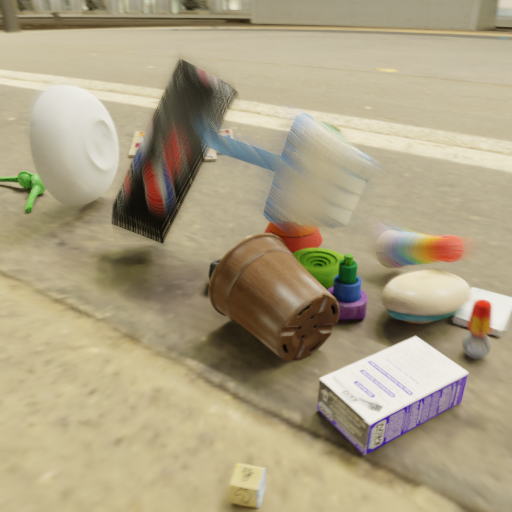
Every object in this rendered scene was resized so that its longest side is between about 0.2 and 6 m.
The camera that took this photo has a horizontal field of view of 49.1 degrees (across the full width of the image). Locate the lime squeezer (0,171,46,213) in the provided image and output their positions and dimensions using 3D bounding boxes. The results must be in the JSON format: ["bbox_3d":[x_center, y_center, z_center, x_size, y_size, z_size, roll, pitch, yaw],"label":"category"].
[{"bbox_3d":[-5.249,-1.543,12.679,2.383,0.449,0.842,29,70,41],"label":"lime squeezer"}]

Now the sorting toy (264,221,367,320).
[{"bbox_3d":[0.970,-0.294,9.331,1.198,1.190,3.456,-7,28,-13],"label":"sorting toy"}]

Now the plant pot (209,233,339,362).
[{"bbox_3d":[0.306,0.611,7.581,1.383,1.383,1.369,-19,41,-32],"label":"plant pot"}]

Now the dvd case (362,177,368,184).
[{"bbox_3d":[1.778,-2.161,13.940,2.017,0.177,1.439,6,28,11],"label":"dvd case"}]

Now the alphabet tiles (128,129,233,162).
[{"bbox_3d":[-2.094,-3.281,16.129,2.926,0.111,3.516,-3,28,-5],"label":"alphabet tiles"}]

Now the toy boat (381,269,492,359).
[{"bbox_3d":[2.593,0.780,7.887,1.412,0.780,1.679,-9,21,-26],"label":"toy boat"}]

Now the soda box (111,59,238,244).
[{"bbox_3d":[-1.454,-1.748,9.500,1.025,2.898,0.918,23,16,-21],"label":"soda box"}]

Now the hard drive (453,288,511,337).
[{"bbox_3d":[3.404,0.817,8.335,0.652,0.132,0.988,16,32,29],"label":"hard drive"}]

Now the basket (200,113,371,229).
[{"bbox_3d":[0.465,-1.400,8.854,2.480,1.725,2.187,16,9,3],"label":"basket"}]

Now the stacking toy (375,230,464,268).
[{"bbox_3d":[2.615,-0.104,8.827,0.642,0.642,1.503,-18,10,-30],"label":"stacking toy"}]

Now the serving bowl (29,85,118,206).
[{"bbox_3d":[-3.494,-2.255,11.435,0.801,2.436,2.436,-1,27,16],"label":"serving bowl"}]

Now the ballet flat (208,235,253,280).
[{"bbox_3d":[-0.267,0.013,9.485,0.559,0.478,1.682,11,30,20],"label":"ballet flat"}]

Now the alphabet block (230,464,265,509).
[{"bbox_3d":[-0.081,2.243,5.472,0.286,0.279,0.281,5,26,12],"label":"alphabet block"}]

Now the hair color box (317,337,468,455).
[{"bbox_3d":[1.583,1.571,6.512,1.569,0.509,0.858,-14,32,-29],"label":"hair color box"}]
